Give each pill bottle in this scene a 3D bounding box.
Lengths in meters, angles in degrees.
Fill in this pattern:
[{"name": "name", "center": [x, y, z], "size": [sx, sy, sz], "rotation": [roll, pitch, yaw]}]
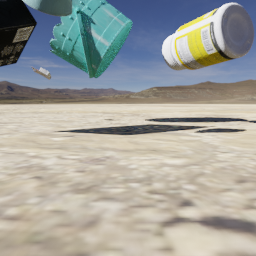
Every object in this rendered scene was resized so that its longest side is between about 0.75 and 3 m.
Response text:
[{"name": "pill bottle", "center": [2.462, -2.791, 9.171], "size": [1.584, 1.584, 2.771], "rotation": [-3, 1, -30]}]

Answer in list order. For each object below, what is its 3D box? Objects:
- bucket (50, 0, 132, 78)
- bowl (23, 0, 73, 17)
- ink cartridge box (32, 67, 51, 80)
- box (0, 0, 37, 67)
[{"name": "bucket", "center": [-1.301, -3.383, 10.414], "size": [1.910, 2.936, 2.936], "rotation": [34, 6, -2]}, {"name": "bowl", "center": [-1.749, -3.088, 6.279], "size": [1.193, 0.624, 1.193], "rotation": [17, 40, -15]}, {"name": "ink cartridge box", "center": [-3.372, -2.192, 10.952], "size": [0.690, 0.175, 0.784], "rotation": [29, -8, -7]}, {"name": "box", "center": [-3.759, -2.917, 6.842], "size": [1.532, 2.465, 1.831], "rotation": [-33, -1, -44]}]
